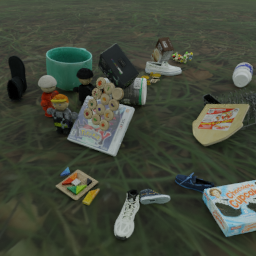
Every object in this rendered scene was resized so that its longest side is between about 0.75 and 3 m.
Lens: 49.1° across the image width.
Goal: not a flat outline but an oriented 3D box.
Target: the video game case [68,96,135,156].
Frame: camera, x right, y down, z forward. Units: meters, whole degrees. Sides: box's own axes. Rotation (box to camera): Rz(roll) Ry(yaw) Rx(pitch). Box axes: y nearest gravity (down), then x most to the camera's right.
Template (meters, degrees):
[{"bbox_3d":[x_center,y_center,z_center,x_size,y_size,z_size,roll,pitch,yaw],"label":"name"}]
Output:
[{"bbox_3d":[-1.000,-0.130,10.229,2.038,0.234,1.857,16,75,25],"label":"video game case"}]

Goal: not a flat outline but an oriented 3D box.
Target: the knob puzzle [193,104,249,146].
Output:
[{"bbox_3d":[3.349,-0.076,10.541,2.272,0.315,2.272,-26,33,18],"label":"knob puzzle"}]

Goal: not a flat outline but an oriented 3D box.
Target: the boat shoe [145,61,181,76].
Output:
[{"bbox_3d":[2.047,-3.474,16.107,2.079,0.694,0.765,1,32,1],"label":"boat shoe"}]

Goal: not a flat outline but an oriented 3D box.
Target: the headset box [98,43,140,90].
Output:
[{"bbox_3d":[-0.417,-2.370,11.298,0.802,1.506,1.730,-37,1,-10],"label":"headset box"}]

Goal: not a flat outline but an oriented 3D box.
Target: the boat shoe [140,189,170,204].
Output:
[{"bbox_3d":[0.757,1.914,7.956,0.841,0.298,0.382,-3,37,-1],"label":"boat shoe"}]

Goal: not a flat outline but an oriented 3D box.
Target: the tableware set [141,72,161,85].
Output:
[{"bbox_3d":[1.228,-2.714,15.393,1.020,0.232,1.514,8,34,18],"label":"tableware set"}]

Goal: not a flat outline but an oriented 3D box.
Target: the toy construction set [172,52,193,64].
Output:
[{"bbox_3d":[3.352,-4.549,17.862,1.396,0.643,0.915,24,63,44],"label":"toy construction set"}]

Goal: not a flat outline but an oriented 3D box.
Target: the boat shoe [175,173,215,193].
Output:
[{"bbox_3d":[2.016,1.577,8.397,1.176,0.404,0.495,12,34,18],"label":"boat shoe"}]

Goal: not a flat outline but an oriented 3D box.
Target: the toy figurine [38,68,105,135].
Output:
[{"bbox_3d":[-2.180,-1.191,11.429,2.614,1.818,2.573,-14,35,-23],"label":"toy figurine"}]

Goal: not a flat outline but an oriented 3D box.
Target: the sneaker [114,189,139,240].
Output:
[{"bbox_3d":[-0.034,2.110,7.200,0.513,0.783,1.360,8,33,13],"label":"sneaker"}]

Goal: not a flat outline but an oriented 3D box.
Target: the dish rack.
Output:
[{"bbox_3d":[4.920,-0.937,11.813,2.954,0.806,2.266,-16,36,-9],"label":"dish rack"}]

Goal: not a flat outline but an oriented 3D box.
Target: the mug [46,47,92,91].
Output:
[{"bbox_3d":[-2.790,-2.993,14.340,2.705,1.673,2.223,-21,43,-36],"label":"mug"}]

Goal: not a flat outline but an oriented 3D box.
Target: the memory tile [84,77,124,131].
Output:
[{"bbox_3d":[-0.849,-0.789,9.375,1.215,1.585,0.133,35,22,26],"label":"memory tile"}]

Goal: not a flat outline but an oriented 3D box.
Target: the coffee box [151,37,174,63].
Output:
[{"bbox_3d":[1.991,-4.372,16.411,0.666,1.670,0.955,-13,68,-18],"label":"coffee box"}]

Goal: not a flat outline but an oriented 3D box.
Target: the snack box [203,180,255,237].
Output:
[{"bbox_3d":[3.369,2.069,7.603,2.276,0.422,1.322,-7,33,-12],"label":"snack box"}]

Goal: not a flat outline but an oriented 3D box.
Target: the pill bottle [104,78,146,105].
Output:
[{"bbox_3d":[-0.258,-1.732,12.872,2.151,1.217,1.217,5,33,7],"label":"pill bottle"}]

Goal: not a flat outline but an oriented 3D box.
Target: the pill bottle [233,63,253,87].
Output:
[{"bbox_3d":[6.048,-2.774,14.795,0.934,0.934,1.561,14,36,21],"label":"pill bottle"}]

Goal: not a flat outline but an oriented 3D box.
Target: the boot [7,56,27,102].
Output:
[{"bbox_3d":[-5.336,-2.313,13.244,0.715,1.932,1.583,-5,27,-2],"label":"boot"}]

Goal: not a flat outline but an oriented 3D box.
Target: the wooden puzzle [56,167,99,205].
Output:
[{"bbox_3d":[-1.522,1.677,8.454,1.570,0.184,1.059,19,37,27],"label":"wooden puzzle"}]
